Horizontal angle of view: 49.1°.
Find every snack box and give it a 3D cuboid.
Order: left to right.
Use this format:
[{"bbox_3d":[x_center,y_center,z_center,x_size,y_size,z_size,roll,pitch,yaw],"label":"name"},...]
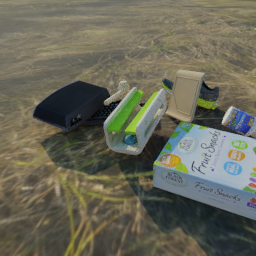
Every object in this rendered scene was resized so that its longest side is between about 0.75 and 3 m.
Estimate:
[{"bbox_3d":[2.256,0.903,6.456,2.838,0.752,2.018,15,35,22],"label":"snack box"}]

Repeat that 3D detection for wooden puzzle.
[{"bbox_3d":[1.817,-1.029,8.863,0.289,1.553,1.437,11,11,-25],"label":"wooden puzzle"}]

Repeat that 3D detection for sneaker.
[{"bbox_3d":[2.269,-1.436,10.069,2.146,0.869,0.793,21,25,11],"label":"sneaker"}]

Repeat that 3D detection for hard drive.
[{"bbox_3d":[-1.782,-0.847,9.173,1.607,0.504,2.383,19,39,23],"label":"hard drive"}]

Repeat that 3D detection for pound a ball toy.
[{"bbox_3d":[0.082,-0.366,8.265,1.672,1.090,2.565,6,36,23],"label":"pound a ball toy"}]

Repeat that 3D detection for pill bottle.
[{"bbox_3d":[3.410,-0.136,8.260,1.096,0.614,0.614,27,36,8],"label":"pill bottle"}]

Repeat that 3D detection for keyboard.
[{"bbox_3d":[-0.499,-0.601,9.522,2.578,0.331,1.548,-2,31,-6],"label":"keyboard"}]
